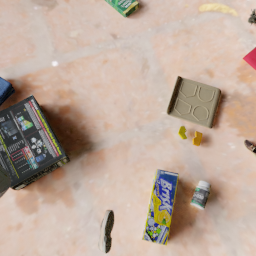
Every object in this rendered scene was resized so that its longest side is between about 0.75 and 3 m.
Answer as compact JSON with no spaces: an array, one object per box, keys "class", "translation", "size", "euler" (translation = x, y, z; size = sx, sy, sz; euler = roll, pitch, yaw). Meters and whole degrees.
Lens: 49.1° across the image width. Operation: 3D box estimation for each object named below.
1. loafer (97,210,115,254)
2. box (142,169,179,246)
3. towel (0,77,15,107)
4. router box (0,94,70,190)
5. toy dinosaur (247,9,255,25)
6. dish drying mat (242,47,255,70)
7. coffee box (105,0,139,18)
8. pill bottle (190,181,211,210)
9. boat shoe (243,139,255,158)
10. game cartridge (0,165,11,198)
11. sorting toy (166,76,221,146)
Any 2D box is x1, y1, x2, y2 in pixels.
[{"class":"loafer","translation":[-0.601,2.603,7.110],"size":[0.349,0.399,1.111],"euler":[7,93,32]},{"class":"box","translation":[0.971,2.335,8.371],"size":[0.728,0.668,2.079],"euler":[12,72,5]},{"class":"towel","translation":[-4.853,-0.957,9.612],"size":[1.039,0.452,1.861],"euler":[33,75,11]},{"class":"router box","translation":[-3.267,0.440,8.955],"size":[1.865,0.773,2.489],"euler":[-29,74,-9]},{"class":"toy dinosaur","translation":[4.809,-4.197,10.838],"size":[0.413,0.311,0.807],"euler":[24,80,22]},{"class":"dish drying mat","translation":[5.269,-2.007,10.104],"size":[0.875,0.207,2.278],"euler":[-39,76,-12]},{"class":"coffee box","translation":[-0.271,-5.009,11.073],"size":[0.781,0.279,1.271],"euler":[-41,76,-13]},{"class":"pill bottle","translation":[2.247,2.052,8.589],"size":[0.445,0.445,0.786],"euler":[23,73,8]},{"class":"boat shoe","translation":[4.094,0.668,9.149],"size":[0.272,0.271,0.753],"euler":[-30,74,-10]},{"class":"game cartridge","translation":[-3.249,0.818,5.739],"size":[1.760,2.640,0.534],"euler":[41,79,-10]},{"class":"sorting toy","translation":[2.161,-0.574,9.591],"size":[1.681,0.302,2.256],"euler":[19,72,2]}]
